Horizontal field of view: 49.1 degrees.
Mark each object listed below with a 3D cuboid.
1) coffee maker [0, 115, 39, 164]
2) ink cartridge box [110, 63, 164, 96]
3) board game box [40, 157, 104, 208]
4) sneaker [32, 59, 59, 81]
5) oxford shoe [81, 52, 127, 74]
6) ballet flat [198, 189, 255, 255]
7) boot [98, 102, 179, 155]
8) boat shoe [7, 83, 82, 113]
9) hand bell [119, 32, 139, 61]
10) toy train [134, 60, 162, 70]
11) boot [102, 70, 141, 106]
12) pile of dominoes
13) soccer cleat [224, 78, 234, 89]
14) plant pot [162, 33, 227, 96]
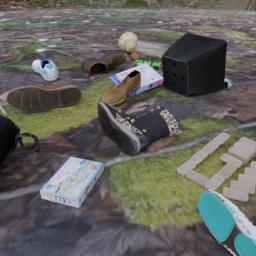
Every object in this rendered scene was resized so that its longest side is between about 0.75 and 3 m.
[{"bbox_3d":[-3.709,0.690,7.043,2.356,1.652,2.453,-2,30,-5],"label":"coffee maker"},{"bbox_3d":[0.384,-2.214,12.984,2.200,0.462,1.313,-24,57,-28],"label":"ink cartridge box"},{"bbox_3d":[-1.395,1.343,7.277,1.025,0.261,1.525,10,31,16],"label":"board game box"},{"bbox_3d":[-4.440,-3.312,14.966,0.996,1.004,2.771,-18,32,-28],"label":"sneaker"},{"bbox_3d":[-1.134,-3.451,15.403,2.643,0.960,1.116,-23,43,-21],"label":"oxford shoe"},{"bbox_3d":[2.257,2.149,5.552,0.809,0.809,2.255,-11,33,-19],"label":"ballet flat"},{"bbox_3d":[0.269,-0.230,9.399,1.956,0.951,2.598,-17,37,-26],"label":"boot"},{"bbox_3d":[-3.403,-1.281,11.407,2.895,1.042,0.984,-5,23,-27],"label":"boat shoe"},{"bbox_3d":[0.284,-5.098,18.314,1.373,1.373,2.638,-6,41,-10],"label":"hand bell"},{"bbox_3d":[1.127,-3.662,16.280,1.711,0.357,0.483,11,41,20],"label":"toy train"},{"bbox_3d":[-0.240,-1.719,11.618,0.829,0.849,2.251,36,53,18],"label":"boot"},{"bbox_3d":[2.908,1.105,7.850,2.523,0.402,1.967,-31,42,-31],"label":"pile of dominoes"},{"bbox_3d":[4.327,-2.243,13.551,1.510,0.488,0.632,25,43,38],"label":"soccer cleat"},{"bbox_3d":[2.867,-2.743,12.832,2.078,2.337,2.343,-30,40,-27],"label":"plant pot"}]
